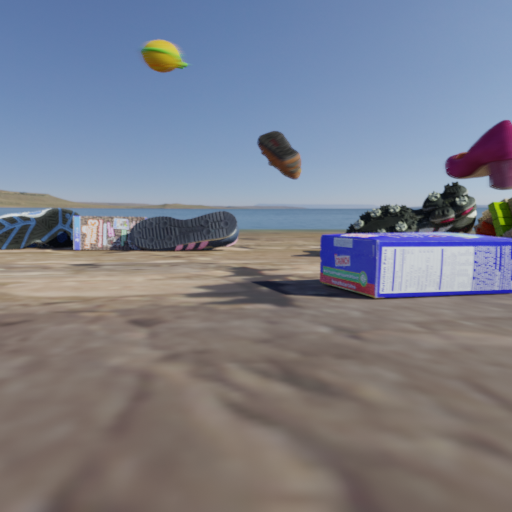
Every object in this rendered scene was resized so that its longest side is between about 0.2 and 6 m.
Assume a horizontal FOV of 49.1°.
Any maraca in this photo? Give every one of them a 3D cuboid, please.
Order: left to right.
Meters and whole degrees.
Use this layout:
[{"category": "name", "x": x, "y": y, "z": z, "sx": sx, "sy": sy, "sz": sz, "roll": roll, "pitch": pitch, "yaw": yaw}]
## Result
[{"category": "maraca", "x": -1.988, "y": -4.275, "z": 12.140, "sx": 0.817, "sy": 0.637, "sz": 1.192, "roll": 11, "pitch": 2, "yaw": 20}]

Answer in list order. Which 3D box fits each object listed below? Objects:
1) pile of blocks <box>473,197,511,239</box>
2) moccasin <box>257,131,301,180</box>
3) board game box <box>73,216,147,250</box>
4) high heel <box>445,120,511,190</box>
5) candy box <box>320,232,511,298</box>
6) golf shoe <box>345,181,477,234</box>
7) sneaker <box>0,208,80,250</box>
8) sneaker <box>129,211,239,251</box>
[{"category": "pile of blocks", "x": 5.342, "y": -0.670, "z": 10.923, "sx": 0.988, "sy": 1.305, "sz": 3.179, "roll": -1, "pitch": 4, "yaw": -22}, {"category": "moccasin", "x": 0.578, "y": -2.421, "z": 13.401, "sx": 0.731, "sy": 0.771, "sz": 1.997, "roll": -26, "pitch": 38, "yaw": -12}, {"category": "board game box", "x": -3.334, "y": -0.532, "z": 12.964, "sx": 1.567, "sy": 0.759, "sz": 1.249, "roll": 0, "pitch": 3, "yaw": -10}, {"category": "high heel", "x": 3.911, "y": -1.869, "z": 9.744, "sx": 0.775, "sy": 1.105, "sz": 2.299, "roll": -11, "pitch": 17, "yaw": -6}, {"category": "candy box", "x": 1.455, "y": 0.055, "z": 5.253, "sx": 1.397, "sy": 0.538, "sz": 1.182, "roll": 0, "pitch": 5, "yaw": -16}, {"category": "golf shoe", "x": 3.498, "y": -0.558, "z": 12.579, "sx": 2.903, "sy": 1.279, "sz": 1.121, "roll": -16, "pitch": 44, "yaw": 16}, {"category": "sneaker", "x": -5.355, "y": -0.690, "z": 13.546, "sx": 1.028, "sy": 1.010, "sz": 2.668, "roll": 7, "pitch": 6, "yaw": 38}, {"category": "sneaker", "x": -1.537, "y": -0.379, "z": 12.294, "sx": 2.372, "sy": 0.832, "sz": 0.973, "roll": -3, "pitch": -23, "yaw": 5}]
